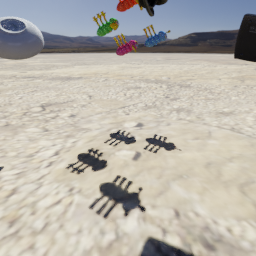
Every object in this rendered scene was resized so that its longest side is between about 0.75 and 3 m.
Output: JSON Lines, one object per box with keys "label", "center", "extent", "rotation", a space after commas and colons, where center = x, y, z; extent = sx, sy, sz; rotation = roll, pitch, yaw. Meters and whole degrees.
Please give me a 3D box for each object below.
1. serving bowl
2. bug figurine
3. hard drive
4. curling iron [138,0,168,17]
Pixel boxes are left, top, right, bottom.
{"label": "serving bowl", "center": [-2.767, -2.267, 6.753], "extent": [1.422, 0.468, 1.422], "rotation": [8, 50, -10]}
{"label": "bug figurine", "center": [0.103, -2.805, 7.939], "extent": [1.727, 0.573, 2.227], "rotation": [-25, -35, 24]}
{"label": "hard drive", "center": [3.088, -2.182, 6.833], "extent": [0.801, 1.188, 0.251], "rotation": [17, 51, 21]}
{"label": "curling iron", "center": [-0.106, -1.961, 2.306], "extent": [0.273, 2.136, 0.530], "rotation": [-20, -3, 8]}
